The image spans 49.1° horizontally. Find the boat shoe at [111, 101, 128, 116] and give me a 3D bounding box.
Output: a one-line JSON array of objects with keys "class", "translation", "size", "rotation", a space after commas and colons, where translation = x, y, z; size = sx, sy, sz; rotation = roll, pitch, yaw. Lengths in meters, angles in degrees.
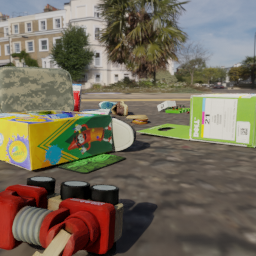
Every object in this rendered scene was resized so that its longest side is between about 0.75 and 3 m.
[{"class": "boat shoe", "translation": [-0.441, -0.838, 12.116], "size": [0.585, 0.587, 1.627], "rotation": [-1, 15, -14]}]

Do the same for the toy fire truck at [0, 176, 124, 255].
[{"class": "toy fire truck", "translation": [-0.608, 0.749, 1.876], "size": [0.902, 0.659, 1.025], "rotation": [4, -1, 20]}]

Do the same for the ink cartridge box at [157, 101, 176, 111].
[{"class": "ink cartridge box", "translation": [1.873, -1.063, 13.602], "size": [0.553, 0.317, 0.761], "rotation": [-5, -12, -31]}]

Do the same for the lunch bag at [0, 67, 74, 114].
[{"class": "lunch bag", "translation": [-2.913, -0.856, 8.773], "size": [2.290, 1.596, 1.921], "rotation": [-5, -8, -26]}]

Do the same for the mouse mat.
[{"class": "mouse mat", "translation": [-0.660, 0.552, 4.682], "size": [0.873, 0.041, 1.084], "rotation": [6, 10, 35]}]

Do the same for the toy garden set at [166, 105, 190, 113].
[{"class": "toy garden set", "translation": [2.715, -0.917, 13.372], "size": [1.313, 0.314, 1.575], "rotation": [5, 10, 30]}]

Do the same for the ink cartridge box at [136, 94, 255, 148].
[{"class": "ink cartridge box", "translation": [1.914, -0.345, 7.127], "size": [2.820, 1.068, 2.084], "rotation": [6, 11, 31]}]

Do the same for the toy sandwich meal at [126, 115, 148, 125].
[{"class": "toy sandwich meal", "translation": [0.324, -0.282, 9.479], "size": [0.809, 0.277, 0.809], "rotation": [-2, 6, 0]}]

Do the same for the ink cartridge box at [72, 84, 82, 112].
[{"class": "ink cartridge box", "translation": [-2.114, -1.171, 11.086], "size": [0.472, 0.815, 1.403], "rotation": [3, 23, -7]}]

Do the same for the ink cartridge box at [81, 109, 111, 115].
[{"class": "ink cartridge box", "translation": [-1.501, -0.319, 9.025], "size": [1.830, 0.459, 2.109], "rotation": [0, 8, -2]}]

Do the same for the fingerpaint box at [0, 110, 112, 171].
[{"class": "fingerpaint box", "translation": [-1.607, 0.088, 5.235], "size": [2.047, 0.751, 1.707], "rotation": [6, 11, 41]}]

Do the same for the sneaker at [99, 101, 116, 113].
[{"class": "sneaker", "translation": [-1.071, -0.985, 13.110], "size": [0.927, 0.565, 1.420], "rotation": [9, 3, 37]}]

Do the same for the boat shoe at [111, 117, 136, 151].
[{"class": "boat shoe", "translation": [-0.509, 0.077, 5.815], "size": [1.889, 0.698, 0.570], "rotation": [-3, 9, 42]}]
